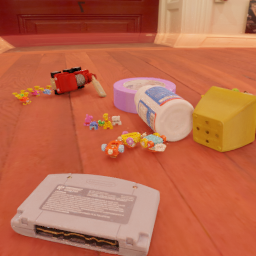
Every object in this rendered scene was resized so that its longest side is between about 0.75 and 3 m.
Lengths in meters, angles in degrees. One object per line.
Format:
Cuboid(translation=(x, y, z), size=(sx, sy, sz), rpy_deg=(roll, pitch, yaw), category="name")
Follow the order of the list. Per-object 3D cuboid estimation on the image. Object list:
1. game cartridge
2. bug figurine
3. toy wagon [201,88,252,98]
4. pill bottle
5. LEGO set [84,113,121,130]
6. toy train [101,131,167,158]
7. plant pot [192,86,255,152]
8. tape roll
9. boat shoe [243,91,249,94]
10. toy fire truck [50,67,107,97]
Cuboid(translation=(-0.816, 1.806, 6.381), size=(2.928, 0.592, 1.952), rpy_deg=(6, 28, 13), category="game cartridge")
Cuboid(translation=(-4.904, -1.713, 14.343), size=(1.495, 0.496, 1.927), rpy_deg=(14, 31, 41), category="bug figurine")
Cuboid(translation=(4.827, -1.327, 13.418), size=(2.735, 0.541, 2.122), rpy_deg=(-3, 24, -6), category="toy wagon")
Cuboid(translation=(1.248, -0.747, 10.791), size=(1.579, 1.579, 2.814), rpy_deg=(-7, 26, -16), category="pill bottle")
Cuboid(translation=(-1.012, -0.321, 11.031), size=(1.515, 0.622, 0.578), rpy_deg=(-2, 25, -4), category="LEGO set")
Cuboid(translation=(0.247, 0.636, 9.013), size=(2.001, 0.557, 1.503), rpy_deg=(1, 24, 12), category="toy train")
Cuboid(translation=(3.170, -0.202, 9.605), size=(1.557, 1.765, 1.765), rpy_deg=(-30, 36, -31), category="plant pot")
Cuboid(translation=(0.786, -1.636, 13.581), size=(2.967, 0.973, 2.967), rpy_deg=(1, 24, 0), category="tape roll")
Cuboid(translation=(6.161, -1.733, 14.616), size=(0.303, 0.295, 0.800), rpy_deg=(2, 24, 4), category="boat shoe")
Cuboid(translation=(-2.527, -2.352, 14.902), size=(2.518, 1.620, 2.216), rpy_deg=(7, 22, 39), category="toy fire truck")
